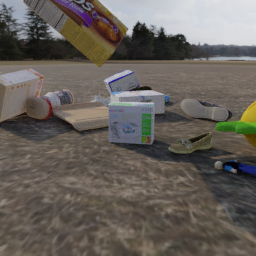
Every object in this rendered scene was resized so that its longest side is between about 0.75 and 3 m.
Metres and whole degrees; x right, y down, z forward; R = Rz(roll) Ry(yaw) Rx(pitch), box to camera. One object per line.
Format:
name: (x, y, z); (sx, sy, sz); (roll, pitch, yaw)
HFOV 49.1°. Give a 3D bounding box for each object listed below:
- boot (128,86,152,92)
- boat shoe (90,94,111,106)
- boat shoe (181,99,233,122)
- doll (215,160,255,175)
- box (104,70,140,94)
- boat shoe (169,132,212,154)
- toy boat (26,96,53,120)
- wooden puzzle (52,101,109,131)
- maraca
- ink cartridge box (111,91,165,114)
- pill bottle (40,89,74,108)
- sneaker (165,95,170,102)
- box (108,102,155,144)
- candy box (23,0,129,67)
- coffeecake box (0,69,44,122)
boot: (0.464, -2.193, 15.907); (1.386, 0.523, 1.582); (-5, 16, -16)
boat shoe: (-1.309, -1.233, 12.419); (1.310, 0.559, 0.484); (-8, 18, -26)
boat shoe: (2.861, -0.624, 10.296); (1.964, 0.656, 0.560); (21, 13, 41)
doll: (2.261, 0.824, 5.807); (0.895, 0.217, 0.611); (8, 17, 26)
box: (-0.383, -2.481, 15.391); (1.522, 0.868, 1.655); (-26, 21, -7)
boat shoe: (1.593, 0.367, 7.078); (1.262, 0.397, 0.460); (-6, 17, -20)
toy boat: (-3.181, -0.740, 10.386); (1.203, 0.785, 0.787); (13, 12, 39)
wooden puzzle: (-1.333, -0.420, 9.966); (2.128, 0.428, 2.300); (-10, 23, -32)
maraca: (3.436, -0.076, 6.555); (2.835, 1.517, 1.944); (-5, 2, -21)
ink cartridge box: (0.367, -1.019, 11.217); (1.887, 0.799, 1.363); (-4, 16, -17)
pill bottle: (-2.924, -1.093, 11.461); (0.828, 0.828, 1.422); (7, 17, 24)
sneaker: (1.679, -1.404, 13.253); (0.609, 0.439, 1.160); (3, 15, 9)
box: (0.111, -0.161, 7.715); (1.209, 1.067, 0.585); (4, 16, 10)
candy box: (-1.405, -3.255, 8.175); (0.763, 2.704, 1.577); (-32, 24, 45)
coffeecake box: (-4.106, -1.245, 10.284); (0.704, 1.478, 1.926); (31, 29, 12)
